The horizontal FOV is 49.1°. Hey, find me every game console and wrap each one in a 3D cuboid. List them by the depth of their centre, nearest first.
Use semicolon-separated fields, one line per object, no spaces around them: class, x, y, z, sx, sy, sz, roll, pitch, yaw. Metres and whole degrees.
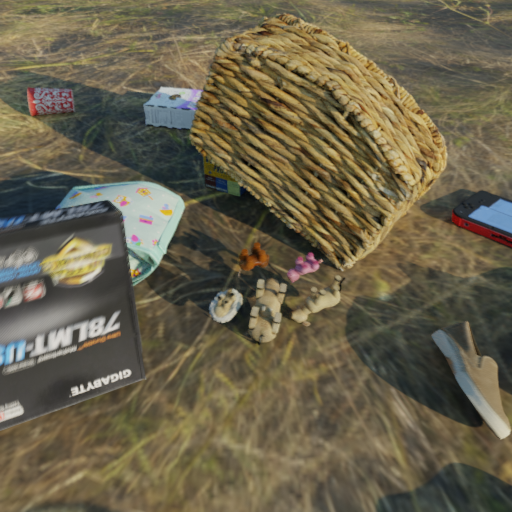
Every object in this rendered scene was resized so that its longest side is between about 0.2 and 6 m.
game console;4.819;-0.725;10.811;1.719;0.267;1.520;29;46;33

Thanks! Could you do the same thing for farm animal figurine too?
farm animal figurine;0.331;0.669;8.489;1.648;0.859;1.630;26;57;12

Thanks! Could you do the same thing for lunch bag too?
lunch bag;-2.358;-0.367;9.456;2.108;1.285;1.796;0;36;12

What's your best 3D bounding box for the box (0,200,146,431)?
box;-2.725;0.774;6.758;2.509;2.491;0.623;-14;26;-26

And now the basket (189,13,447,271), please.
basket;1.379;-2.397;9.890;4.043;2.886;3.012;41;49;11

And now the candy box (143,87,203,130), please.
candy box;-1.945;-3.899;14.803;1.653;0.591;1.387;8;37;9

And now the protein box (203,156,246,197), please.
protein box;-0.421;-2.205;11.917;0.881;1.306;1.297;18;40;22

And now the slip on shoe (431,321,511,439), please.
slip on shoe;2.913;1.548;7.356;0.540;0.677;1.782;-32;29;12

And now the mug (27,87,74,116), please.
mug;-5.544;-4.244;15.180;1.116;0.744;0.990;-6;39;-13
